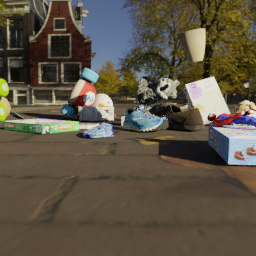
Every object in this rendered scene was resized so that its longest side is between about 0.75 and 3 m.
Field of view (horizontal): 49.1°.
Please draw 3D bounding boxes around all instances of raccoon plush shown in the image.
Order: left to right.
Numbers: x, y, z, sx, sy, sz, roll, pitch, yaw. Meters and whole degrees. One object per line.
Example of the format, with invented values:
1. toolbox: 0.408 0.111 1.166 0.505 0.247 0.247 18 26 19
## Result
1. raccoon plush: 1.170 -1.287 10.662 1.430 1.032 2.134 6 -11 9

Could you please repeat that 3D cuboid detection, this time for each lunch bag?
1. lunch bag: -0.867 0.133 7.743 0.768 0.361 0.578 -17 14 -27

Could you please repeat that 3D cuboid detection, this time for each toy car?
1. toy car: -5.080 -0.598 10.545 1.895 1.820 2.307 -7 -21 8
2. toy car: -1.726 -1.341 14.901 2.784 2.566 2.462 28 0 -14

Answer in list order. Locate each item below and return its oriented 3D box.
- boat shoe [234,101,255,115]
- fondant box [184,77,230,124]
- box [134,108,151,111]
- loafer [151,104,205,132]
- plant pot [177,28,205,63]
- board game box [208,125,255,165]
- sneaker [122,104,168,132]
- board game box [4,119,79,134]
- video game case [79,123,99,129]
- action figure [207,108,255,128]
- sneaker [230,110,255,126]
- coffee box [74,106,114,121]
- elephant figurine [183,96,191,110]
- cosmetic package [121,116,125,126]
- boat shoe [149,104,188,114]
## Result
1. boat shoe: 5.063 -0.704 12.172 1.037 0.973 2.813 1 6 12
2. fondant box: 2.942 -1.014 10.582 1.171 1.623 0.473 -16 -21 -3
3. box: 1.674 -0.924 16.427 2.674 0.517 0.554 -1 6 -13
4. loafer: 1.509 -0.404 9.769 2.480 0.885 0.905 5 8 38
5. plant pot: 2.090 -2.575 8.952 0.877 0.936 0.877 -10 6 1
6. board game box: 3.008 0.284 5.163 2.681 0.491 2.028 0 6 7
7. sneaker: 0.481 -0.334 9.144 0.765 0.878 1.952 -5 8 -40
8. board game box: -2.948 -0.081 9.474 2.184 0.318 1.469 4 8 37
9. video game case: -1.735 -0.068 10.291 1.072 0.123 0.977 1 6 18
10. action figure: 2.277 -0.178 5.606 0.505 0.399 1.544 -13 10 -42
11. sneaker: 4.566 -0.230 10.022 1.675 0.630 0.741 -8 37 8
12. coffee box: -1.661 -0.710 13.564 1.736 0.693 0.981 -2 6 -20
13. elephant figurine: 4.188 -1.195 15.317 2.303 1.629 1.786 16 38 9
14. cosmetic package: 0.176 -0.294 11.205 0.536 0.391 1.055 2 8 24
15. boat shoe: 1.545 -0.698 12.821 2.744 0.826 0.978 -3 7 -23
